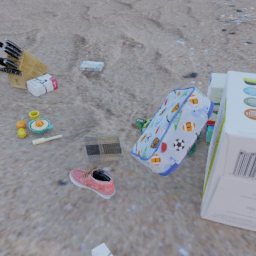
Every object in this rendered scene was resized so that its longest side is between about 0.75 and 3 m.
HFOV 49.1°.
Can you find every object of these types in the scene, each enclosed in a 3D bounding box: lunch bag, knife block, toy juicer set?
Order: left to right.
[{"bbox_3d":[-4.652,-3.025,12.160,0.849,2.331,2.655,12,40,13],"label":"knife block"},{"bbox_3d":[-3.271,0.005,9.832,1.127,0.482,1.771,-31,48,-33],"label":"toy juicer set"},{"bbox_3d":[1.016,0.003,6.672,2.174,0.821,1.742,-54,12,-5],"label":"lunch bag"}]

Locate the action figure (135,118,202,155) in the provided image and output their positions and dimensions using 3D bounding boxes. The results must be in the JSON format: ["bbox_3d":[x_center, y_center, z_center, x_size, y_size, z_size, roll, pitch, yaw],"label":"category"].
[{"bbox_3d":[1.296,0.066,9.703,2.305,0.630,1.361,14,43,22],"label":"action figure"}]

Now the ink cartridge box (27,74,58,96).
[{"bbox_3d":[-3.742,-1.878,12.225,1.073,0.447,0.779,-30,47,-32],"label":"ink cartridge box"}]

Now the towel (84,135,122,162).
[{"bbox_3d":[-0.737,0.609,8.508,1.073,1.033,0.185,-3,37,3],"label":"towel"}]

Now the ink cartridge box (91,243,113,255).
[{"bbox_3d":[-0.433,2.971,6.013,0.333,0.577,0.790,-24,45,-27],"label":"ink cartridge box"}]

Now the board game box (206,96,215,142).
[{"bbox_3d":[3.802,-0.337,10.198,1.867,0.552,2.454,7,39,8],"label":"board game box"}]

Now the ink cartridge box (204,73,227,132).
[{"bbox_3d":[2.979,-0.815,9.481,0.605,1.798,1.045,6,39,10],"label":"ink cartridge box"}]

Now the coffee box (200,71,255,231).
[{"bbox_3d":[3.646,0.615,7.076,2.912,2.916,2.884,11,39,13],"label":"coffee box"}]

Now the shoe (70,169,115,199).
[{"bbox_3d":[-1.033,1.383,7.915,1.537,0.699,0.549,22,43,25],"label":"shoe"}]

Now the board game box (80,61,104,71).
[{"bbox_3d":[-1.796,-3.093,13.977,1.042,0.178,0.701,6,39,8],"label":"board game box"}]
